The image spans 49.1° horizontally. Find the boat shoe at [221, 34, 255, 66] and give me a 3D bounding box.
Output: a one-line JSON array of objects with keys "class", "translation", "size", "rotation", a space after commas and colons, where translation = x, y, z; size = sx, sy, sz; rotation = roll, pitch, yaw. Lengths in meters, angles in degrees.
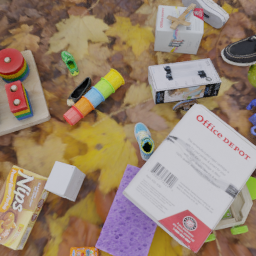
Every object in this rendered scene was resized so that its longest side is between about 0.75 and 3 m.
[{"class": "boat shoe", "translation": [4.604, -2.801, 9.392], "size": [2.855, 0.861, 1.055], "rotation": [-7, 68, -3]}]

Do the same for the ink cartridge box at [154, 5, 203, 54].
[{"class": "ink cartridge box", "translation": [1.680, -3.303, 9.474], "size": [1.509, 1.091, 1.096], "rotation": [6, 68, 3]}]

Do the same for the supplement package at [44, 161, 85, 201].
[{"class": "supplement package", "translation": [-1.690, 1.448, 7.601], "size": [0.614, 0.835, 0.798], "rotation": [13, 68, 18]}]

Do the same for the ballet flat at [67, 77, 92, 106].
[{"class": "ballet flat", "translation": [-1.595, -1.195, 9.021], "size": [0.389, 0.332, 1.170], "rotation": [29, 71, 11]}]

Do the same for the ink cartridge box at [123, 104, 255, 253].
[{"class": "ink cartridge box", "translation": [1.553, 1.171, 7.005], "size": [2.100, 1.186, 2.861], "rotation": [40, 76, 7]}]

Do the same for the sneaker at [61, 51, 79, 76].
[{"class": "sneaker", "translation": [-1.935, -2.238, 9.399], "size": [0.379, 0.428, 1.024], "rotation": [-28, 70, -10]}]

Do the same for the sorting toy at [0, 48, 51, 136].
[{"class": "sorting toy", "translation": [-4.142, -1.178, 8.676], "size": [2.716, 0.945, 2.699], "rotation": [-19, 69, -7]}]

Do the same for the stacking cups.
[{"class": "stacking cups", "translation": [-1.058, -0.925, 8.743], "size": [0.658, 0.658, 2.173], "rotation": [40, 74, 15]}]

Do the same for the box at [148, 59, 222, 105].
[{"class": "box", "translation": [1.724, -1.485, 8.839], "size": [2.036, 0.612, 1.187], "rotation": [-9, 52, -4]}]

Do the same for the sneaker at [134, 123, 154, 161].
[{"class": "sneaker", "translation": [0.494, 0.289, 8.156], "size": [0.487, 0.800, 1.225], "rotation": [-16, 69, -4]}]

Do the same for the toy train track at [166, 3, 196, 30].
[{"class": "toy train track", "translation": [1.743, -3.477, 8.863], "size": [0.793, 0.225, 1.382], "rotation": [30, 64, 21]}]

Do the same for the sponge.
[{"class": "sponge", "translation": [0.187, 2.303, 7.575], "size": [1.323, 0.354, 2.372], "rotation": [20, 69, 7]}]

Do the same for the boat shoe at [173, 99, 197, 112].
[{"class": "boat shoe", "translation": [1.821, -0.701, 8.835], "size": [0.852, 0.308, 0.308], "rotation": [-25, 72, -10]}]

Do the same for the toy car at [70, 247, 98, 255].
[{"class": "toy car", "translation": [-1.289, 3.680, 6.915], "size": [0.773, 0.525, 1.577], "rotation": [16, 68, 7]}]

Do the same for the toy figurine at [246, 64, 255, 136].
[{"class": "toy figurine", "translation": [4.135, -0.524, 8.178], "size": [1.609, 1.417, 2.686], "rotation": [-42, 81, 2]}]

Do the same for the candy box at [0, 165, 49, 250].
[{"class": "candy box", "translation": [-2.965, 2.108, 7.548], "size": [1.116, 0.534, 1.933], "rotation": [19, 69, 8]}]

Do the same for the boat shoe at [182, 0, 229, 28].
[{"class": "boat shoe", "translation": [2.819, -4.397, 10.175], "size": [1.884, 0.678, 0.619], "rotation": [39, 67, 14]}]

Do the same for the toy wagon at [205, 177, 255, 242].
[{"class": "toy wagon", "translation": [2.561, 1.857, 7.670], "size": [2.645, 0.523, 2.053], "rotation": [-11, 68, -5]}]
